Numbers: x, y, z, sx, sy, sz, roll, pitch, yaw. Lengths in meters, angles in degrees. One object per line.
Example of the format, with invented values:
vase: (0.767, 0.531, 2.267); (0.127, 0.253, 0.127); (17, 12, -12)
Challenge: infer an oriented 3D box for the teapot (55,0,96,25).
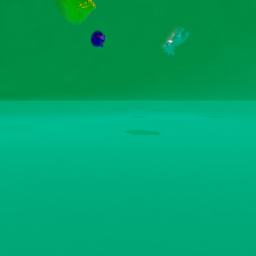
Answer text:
teapot: (-1.141, -2.751, 6.004); (0.723, 0.918, 1.477); (-34, 49, -16)

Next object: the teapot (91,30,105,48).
teapot: (-1.178, -3.591, 11.271); (0.525, 0.667, 1.072); (20, -16, 14)

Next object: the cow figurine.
cow figurine: (1.947, -3.526, 11.442); (0.622, 1.115, 1.133); (32, 6, -13)
